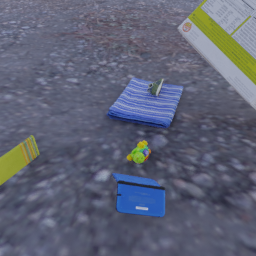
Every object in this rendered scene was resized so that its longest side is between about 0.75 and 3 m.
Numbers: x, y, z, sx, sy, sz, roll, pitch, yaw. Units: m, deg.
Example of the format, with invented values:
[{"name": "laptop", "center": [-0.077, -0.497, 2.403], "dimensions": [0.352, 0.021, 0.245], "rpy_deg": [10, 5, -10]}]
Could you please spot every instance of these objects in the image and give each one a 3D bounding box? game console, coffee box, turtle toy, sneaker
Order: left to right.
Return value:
[{"name": "game console", "center": [0.178, 1.303, 5.517], "dimensions": [0.981, 0.580, 0.837], "rpy_deg": [12, 65, -17]}, {"name": "turtle toy", "center": [0.291, 0.649, 6.845], "dimensions": [0.398, 0.573, 0.787], "rpy_deg": [43, 15, 11]}, {"name": "sneaker", "center": [0.932, -1.466, 9.656], "dimensions": [0.470, 0.351, 1.046], "rpy_deg": [16, 38, 6]}, {"name": "coffee box", "center": [3.721, -2.348, 7.490], "dimensions": [2.876, 2.849, 2.881], "rpy_deg": [10, 40, -56]}]

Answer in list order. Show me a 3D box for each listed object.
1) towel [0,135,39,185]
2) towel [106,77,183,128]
[{"name": "towel", "center": [-2.639, 0.728, 6.620], "dimensions": [0.122, 0.581, 1.349], "rpy_deg": [3, 28, 26]}, {"name": "towel", "center": [0.658, -0.949, 9.273], "dimensions": [1.978, 0.326, 2.732], "rpy_deg": [11, 36, 14]}]
